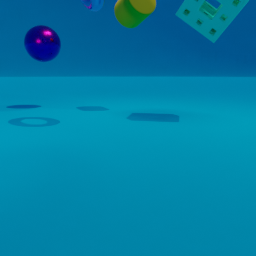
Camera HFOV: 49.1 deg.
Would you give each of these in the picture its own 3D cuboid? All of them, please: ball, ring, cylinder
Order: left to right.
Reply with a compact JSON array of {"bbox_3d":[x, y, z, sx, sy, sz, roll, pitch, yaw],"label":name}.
[{"bbox_3d":[-3.143,-3.101,10.333,1.303,1.303,1.303,0,11,0],"label":"ball"},{"bbox_3d":[-1.060,-3.475,6.357,0.334,1.670,1.670,-33,19,-10],"label":"ring"},{"bbox_3d":[0.220,-3.997,9.228,1.042,1.042,1.042,-6,-4,-28],"label":"cylinder"}]

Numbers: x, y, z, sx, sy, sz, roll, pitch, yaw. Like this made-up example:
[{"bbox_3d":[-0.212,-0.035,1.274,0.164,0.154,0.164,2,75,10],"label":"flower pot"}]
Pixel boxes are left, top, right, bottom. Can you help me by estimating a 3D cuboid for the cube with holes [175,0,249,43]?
[{"bbox_3d":[2.229,-3.276,7.315,1.247,1.247,1.247,36,40,-2],"label":"cube with holes"}]
